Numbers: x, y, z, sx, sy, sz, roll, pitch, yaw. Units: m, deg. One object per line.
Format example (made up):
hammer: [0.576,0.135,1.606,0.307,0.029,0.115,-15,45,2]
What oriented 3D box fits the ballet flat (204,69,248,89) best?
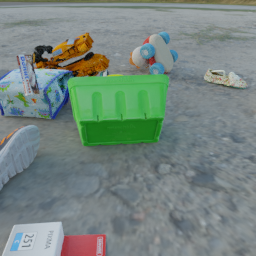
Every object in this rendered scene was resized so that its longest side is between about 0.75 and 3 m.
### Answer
ballet flat: [4.093,-2.100,11.765,1.838,0.587,0.695,17,34,27]

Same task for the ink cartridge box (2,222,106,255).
ink cartridge box: [-1.146,2.225,4.192,1.587,0.403,1.802,-2,29,-2]

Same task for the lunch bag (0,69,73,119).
lunch bag: [-3.101,-1.365,9.584,1.915,1.435,2.253,4,39,8]

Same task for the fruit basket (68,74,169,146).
fruit basket: [-0.285,-0.877,8.102,2.880,2.077,2.880,1,55,-2]

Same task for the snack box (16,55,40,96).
snack box: [-2.752,-1.460,7.731,0.134,1.102,0.396,-5,10,41]

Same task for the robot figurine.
robot figurine: [-2.310,-2.417,10.618,2.930,2.124,0.853,-15,50,27]

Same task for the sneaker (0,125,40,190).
sneaker: [-3.255,0.646,6.357,1.524,1.055,2.720,10,30,14]

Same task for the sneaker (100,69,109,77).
sneaker: [-1.171,-1.423,10.222,1.038,1.010,2.607,-4,28,10]

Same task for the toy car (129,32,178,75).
toy car: [0.959,-3.284,13.322,2.055,1.817,1.894,-12,27,44]
